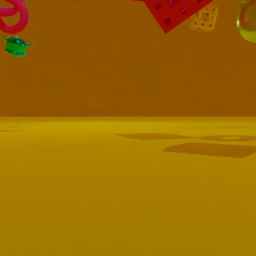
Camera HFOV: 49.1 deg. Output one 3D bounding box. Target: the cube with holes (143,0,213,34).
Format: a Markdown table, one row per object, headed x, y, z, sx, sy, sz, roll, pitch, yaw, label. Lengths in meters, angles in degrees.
| x | y | z | sx | sy | sz | roll | pitch | yaw | label |
| --- | --- | --- | --- | --- | --- | --- | --- | --- | --- |
| 0.677 | -2.080 | 4.211 | 0.786 | 0.786 | 0.786 | -30 | 26 | 25 | cube with holes |

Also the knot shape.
| x | y | z | sx | sy | sz | roll | pitch | yaw | label |
| --- | --- | --- | --- | --- | --- | --- | --- | --- | --- |
| -3.674 | -3.622 | 8.448 | 1.641 | 1.536 | 0.758 | -38 | 19 | -30 | knot shape |

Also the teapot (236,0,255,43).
| x | y | z | sx | sy | sz | roll | pitch | yaw | label |
| --- | --- | --- | --- | --- | --- | --- | --- | --- | --- |
| 3.206 | -2.628 | 6.704 | 0.895 | 1.137 | 1.828 | -2 | 44 | -43 | teapot |

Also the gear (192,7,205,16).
| x | y | z | sx | sy | sz | roll | pitch | yaw | label |
| --- | --- | --- | --- | --- | --- | --- | --- | --- | --- |
| 1.351 | -3.234 | 6.225 | 1.373 | 1.373 | 0.254 | -2 | 16 | -40 | gear |

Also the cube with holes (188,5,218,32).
| x | y | z | sx | sy | sz | roll | pitch | yaw | label |
| --- | --- | --- | --- | --- | --- | --- | --- | --- | --- |
| 2.929 | -4.323 | 11.029 | 0.848 | 0.848 | 0.848 | 9 | 12 | 1 | cube with holes |

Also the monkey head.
| x | y | z | sx | sy | sz | roll | pitch | yaw | label |
| --- | --- | --- | --- | --- | --- | --- | --- | --- | --- |
| -4.039 | -2.947 | 10.170 | 1.142 | 0.688 | 0.822 | 11 | 5 | -19 | monkey head |

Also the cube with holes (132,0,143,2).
| x | y | z | sx | sy | sz | roll | pitch | yaw | label |
| --- | --- | --- | --- | --- | --- | --- | --- | --- | --- |
| -0.045 | -3.900 | 6.997 | 1.057 | 1.057 | 1.057 | -5 | 40 | -22 | cube with holes |
